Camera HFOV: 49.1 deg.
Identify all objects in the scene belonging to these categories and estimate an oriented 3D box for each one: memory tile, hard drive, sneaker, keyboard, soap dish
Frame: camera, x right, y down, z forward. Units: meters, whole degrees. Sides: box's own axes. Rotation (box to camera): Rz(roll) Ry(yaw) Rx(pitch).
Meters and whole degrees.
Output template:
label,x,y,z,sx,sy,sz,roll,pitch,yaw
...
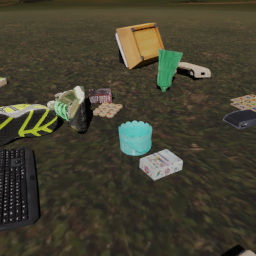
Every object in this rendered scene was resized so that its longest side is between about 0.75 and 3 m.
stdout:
label,x,y,z,sx,sy,sz,roll,pitch,yaw
memory tile,-0.749,-0.683,10.280,0.835,0.091,1.090,10,30,18
hard drive,3.930,-0.325,9.435,1.219,0.258,0.822,-13,31,-23
sneaker,-3.687,-0.141,8.450,2.918,1.100,1.115,-4,20,-30
keyboard,-2.917,1.148,6.402,1.507,0.574,2.895,-10,29,-18
sneaker,-1.994,-0.596,9.201,1.267,1.099,2.859,-6,21,-8
soap dish,0.776,-4.577,15.276,1.118,2.166,2.753,-8,15,46

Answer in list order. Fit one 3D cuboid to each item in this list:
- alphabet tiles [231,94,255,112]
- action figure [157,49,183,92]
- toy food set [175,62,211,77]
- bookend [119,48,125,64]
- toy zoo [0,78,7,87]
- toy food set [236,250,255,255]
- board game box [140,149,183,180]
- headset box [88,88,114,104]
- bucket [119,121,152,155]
label,x,y,z,sx,sy,sz,roll,pitch,yaw
alphabet tiles,4.948,-0.924,10.766,1.835,0.058,1.527,-14,31,-23
action figure,1.614,-2.346,11.732,1.014,1.717,0.470,12,9,10
toy food set,2.938,-2.837,13.920,1.406,0.592,1.959,-11,29,-43
bookend,0.266,-4.515,15.921,1.489,1.498,0.690,-20,34,-31
toy zoo,-7.080,-1.919,12.372,2.723,0.279,1.787,8,30,14
toy food set,1.890,2.510,4.162,0.876,0.369,1.221,-16,40,-28
board game box,0.836,0.915,7.115,0.885,0.284,0.653,-15,31,-28
headset box,-1.059,-1.267,11.061,0.995,0.373,0.739,-3,28,-5
bucket,0.210,0.288,7.902,0.985,0.641,0.985,0,29,0
